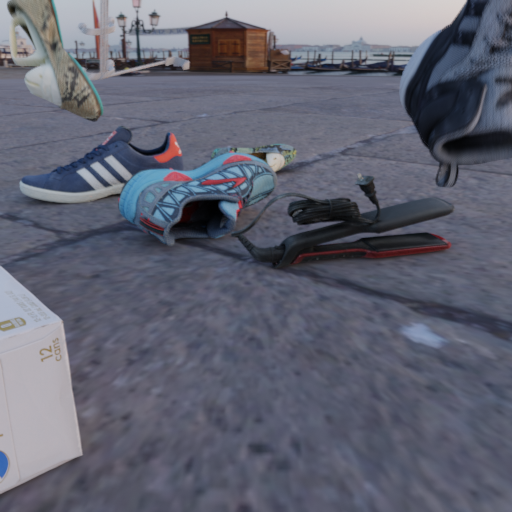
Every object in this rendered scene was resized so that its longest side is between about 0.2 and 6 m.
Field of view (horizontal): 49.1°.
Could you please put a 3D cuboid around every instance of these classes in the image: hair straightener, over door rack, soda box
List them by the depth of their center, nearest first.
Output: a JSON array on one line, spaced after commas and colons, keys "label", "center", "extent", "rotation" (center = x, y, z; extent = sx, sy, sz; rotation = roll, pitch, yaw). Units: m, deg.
[{"label": "soda box", "center": [-2.858, 0.617, 4.905], "extent": [1.139, 1.219, 3.579], "rotation": [-18, 28, -38]}, {"label": "hair straightener", "center": [1.269, -0.576, 7.872], "extent": [3.302, 1.270, 0.676], "rotation": [-5, 24, -12]}, {"label": "over door rack", "center": [-2.025, -3.851, 9.343], "extent": [0.704, 1.561, 2.113], "rotation": [35, 41, 30]}]

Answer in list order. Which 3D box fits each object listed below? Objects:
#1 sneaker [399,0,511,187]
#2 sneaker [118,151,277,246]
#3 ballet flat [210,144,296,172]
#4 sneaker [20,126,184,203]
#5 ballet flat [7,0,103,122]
[{"label": "sneaker", "center": [2.550, -2.101, 5.502], "extent": [1.226, 3.250, 1.850], "rotation": [8, 56, -11]}, {"label": "sneaker", "center": [-0.654, -0.776, 9.081], "extent": [2.937, 1.165, 1.403], "rotation": [-20, 48, -36]}, {"label": "ballet flat", "center": [0.005, -2.106, 12.804], "extent": [2.062, 0.765, 0.765], "rotation": [-8, 23, -13]}, {"label": "sneaker", "center": [-3.018, -1.868, 11.067], "extent": [3.182, 1.345, 1.193], "rotation": [-9, 23, -20]}, {"label": "ballet flat", "center": [-2.164, -2.011, 5.779], "extent": [0.628, 0.565, 1.667], "rotation": [-20, 73, -25]}]
